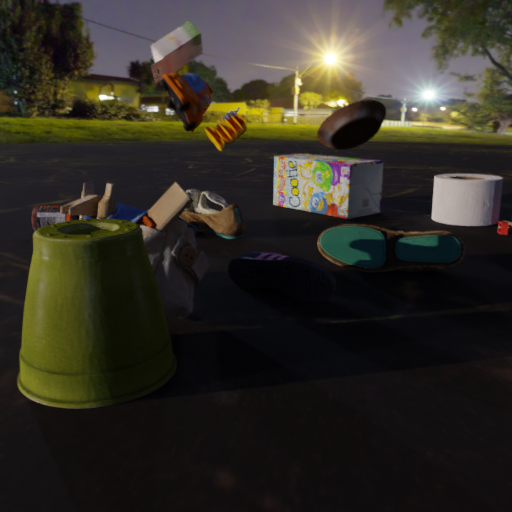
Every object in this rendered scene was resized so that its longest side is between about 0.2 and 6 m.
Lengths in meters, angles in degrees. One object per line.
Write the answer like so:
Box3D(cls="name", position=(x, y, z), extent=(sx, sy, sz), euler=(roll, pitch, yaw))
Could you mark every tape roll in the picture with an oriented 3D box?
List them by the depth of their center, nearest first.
Box3D(cls="tape roll", position=(5.590, -1.514, 14.905), extent=(1.718, 1.180, 1.718), euler=(0, 15, 0))

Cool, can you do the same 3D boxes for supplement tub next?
Box3D(cls="supplement tub", position=(-4.681, -0.875, 13.522), extent=(1.271, 0.680, 0.680), euler=(0, 15, -3))

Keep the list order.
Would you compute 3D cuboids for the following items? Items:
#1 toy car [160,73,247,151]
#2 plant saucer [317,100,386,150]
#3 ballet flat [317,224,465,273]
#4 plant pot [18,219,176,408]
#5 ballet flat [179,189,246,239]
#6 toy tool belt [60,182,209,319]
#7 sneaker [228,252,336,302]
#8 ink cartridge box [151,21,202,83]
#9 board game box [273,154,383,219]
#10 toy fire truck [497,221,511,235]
Box3D(cls="toy car", position=(-0.902, -2.792, 11.312), extent=(0.950, 1.401, 2.855), euler=(-35, 55, -8))
Box3D(cls="plant saucer", position=(1.886, -2.461, 10.859), extent=(1.404, 0.257, 1.404), euler=(-15, -20, -6))
Box3D(cls="ballet flat", position=(2.509, -0.065, 10.599), extent=(2.652, 0.935, 0.866), euler=(7, -10, 14))
Box3D(cls="plant pot", position=(-1.848, 0.507, 6.366), extent=(1.788, 1.722, 1.788), euler=(-1, 15, 0))
Box3D(cls="ballet flat", position=(-1.322, -1.107, 13.754), extent=(0.925, 0.987, 2.728), euler=(-18, 23, -41))
Box3D(cls="toy tool belt", position=(-2.060, -0.287, 8.597), extent=(1.958, 1.927, 3.135), euler=(8, 5, -44))
Box3D(cls="sneaker", position=(0.531, 0.237, 9.319), extent=(2.007, 0.704, 0.823), euler=(12, 22, 34))
Box3D(cls="ink cartridge box", position=(-1.821, -4.422, 12.186), extent=(1.291, 0.435, 0.756), euler=(-37, -10, -10))
Box3D(cls="board game box", position=(2.058, -2.139, 16.568), extent=(1.553, 1.525, 2.961), euler=(-13, 20, -41))
Box3D(cls="toy fire truck", position=(6.369, -0.760, 13.839), extent=(0.818, 0.283, 1.160), euler=(4, 16, 15))
